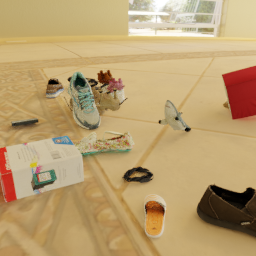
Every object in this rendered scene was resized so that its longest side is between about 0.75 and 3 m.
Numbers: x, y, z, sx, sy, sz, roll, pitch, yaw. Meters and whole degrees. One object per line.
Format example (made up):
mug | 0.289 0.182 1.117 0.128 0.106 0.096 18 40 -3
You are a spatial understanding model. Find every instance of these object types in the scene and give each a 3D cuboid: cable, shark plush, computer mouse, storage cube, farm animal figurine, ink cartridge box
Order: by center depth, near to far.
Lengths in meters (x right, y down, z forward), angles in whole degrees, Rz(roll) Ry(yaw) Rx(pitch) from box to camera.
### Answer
ink cartridge box | -2.481 0.997 7.105 2.390 0.804 1.388 -11 25 -24
cable | 0.238 1.213 7.378 0.816 0.207 0.666 -6 24 -12
shark plush | 1.804 -0.306 9.585 1.672 0.696 0.760 25 -28 -31
storage cube | 4.806 -1.468 11.297 1.611 1.532 1.792 -13 25 20
farm animal figurine | -1.352 -1.298 12.007 2.625 1.384 2.654 -13 32 1
computer mouse | -2.189 -2.266 15.238 2.389 0.550 1.677 5 27 -1

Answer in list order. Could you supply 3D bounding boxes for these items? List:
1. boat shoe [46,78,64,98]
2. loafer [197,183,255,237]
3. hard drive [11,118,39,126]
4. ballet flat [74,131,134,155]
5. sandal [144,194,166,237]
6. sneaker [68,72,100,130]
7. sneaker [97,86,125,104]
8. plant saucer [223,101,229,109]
boat shoe | -3.821 -2.213 14.707 0.749 0.750 2.074 -2 23 -4
loafer | 2.552 1.654 5.552 2.288 0.816 0.835 7 24 15
hard drive | -3.909 -0.227 10.613 0.937 0.154 0.654 -10 8 -24
ballet flat | -0.820 0.423 8.643 2.042 0.653 0.772 -4 9 -11
sandal | 0.589 1.732 5.941 0.499 0.373 1.301 1 23 3
sneaker | -1.708 -1.070 10.566 0.947 1.054 2.441 -16 64 -22
sneaker | -1.158 -1.597 13.226 2.030 0.813 0.714 -7 26 -14
plant saucer | 4.988 -1.090 12.762 1.231 0.218 1.231 0 24 0
